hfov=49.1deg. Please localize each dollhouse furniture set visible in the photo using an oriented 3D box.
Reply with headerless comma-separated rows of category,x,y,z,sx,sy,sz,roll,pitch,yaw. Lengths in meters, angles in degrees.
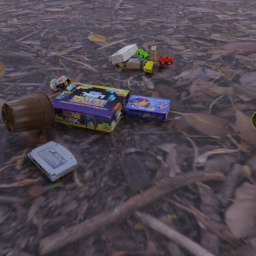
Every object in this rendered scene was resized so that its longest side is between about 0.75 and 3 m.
dollhouse furniture set,0.556,-3.929,15.048,1.878,0.917,1.601,5,35,7

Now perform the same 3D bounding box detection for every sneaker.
sneaker,-3.049,-2.010,12.672,0.540,0.512,1.314,16,38,19

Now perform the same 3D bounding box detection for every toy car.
toy car,1.134,-3.574,14.763,1.998,0.446,1.880,-26,53,-32

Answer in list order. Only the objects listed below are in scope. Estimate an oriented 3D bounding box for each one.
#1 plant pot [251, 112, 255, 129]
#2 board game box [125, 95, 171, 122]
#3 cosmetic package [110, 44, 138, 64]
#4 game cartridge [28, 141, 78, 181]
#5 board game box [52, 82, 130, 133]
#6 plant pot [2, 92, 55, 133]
plant pot,5.030,-0.299,10.165,0.727,0.765,0.765,-9,34,-36
board game box,0.790,-0.803,11.073,1.624,0.364,1.092,9,36,13
cosmetic package,-0.172,-4.115,15.452,0.779,0.478,1.888,-3,29,30
game cartridge,-2.272,0.971,8.646,1.002,0.308,1.505,-31,46,-31
board game box,-1.465,-0.897,10.901,2.571,0.729,2.126,10,35,15
plant pot,-3.414,-0.463,9.497,1.353,1.367,1.367,-15,36,-43
